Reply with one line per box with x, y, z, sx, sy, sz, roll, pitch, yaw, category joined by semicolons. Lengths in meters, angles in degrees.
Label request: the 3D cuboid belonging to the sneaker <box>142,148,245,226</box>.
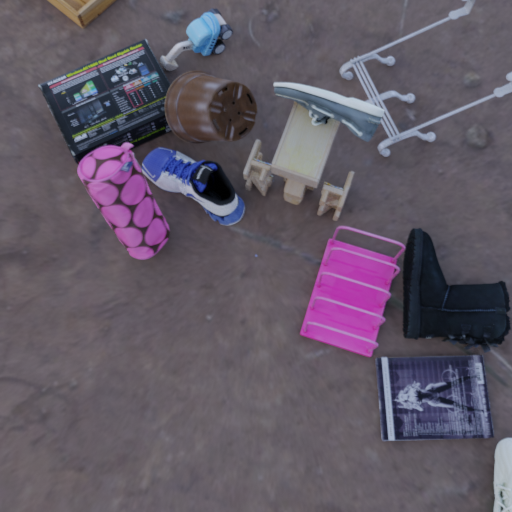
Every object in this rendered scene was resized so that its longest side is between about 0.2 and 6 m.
-1.205;-1.591;11.107;2.264;1.307;0.915;32;76;9;sneaker

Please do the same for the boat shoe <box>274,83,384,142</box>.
1.124;-2.435;9.342;1.946;0.709;0.601;22;113;17;boat shoe

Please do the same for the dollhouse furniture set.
0.924;-1.862;10.702;2.009;2.187;1.423;20;82;6;dollhouse furniture set

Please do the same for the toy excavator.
-1.370;-4.699;12.284;1.343;1.306;0.671;-22;74;-35;toy excavator

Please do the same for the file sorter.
1.825;0.642;10.478;1.413;1.275;2.034;17;75;5;file sorter

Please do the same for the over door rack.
3.579;-3.666;11.736;3.022;1.007;2.233;-26;74;14;over door rack

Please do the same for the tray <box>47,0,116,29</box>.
-4.542;-6.590;12.986;2.770;0.513;1.366;40;77;10;tray

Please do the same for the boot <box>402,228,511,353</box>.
3.810;0.651;10.701;1.884;0.851;2.299;3;81;3;boot

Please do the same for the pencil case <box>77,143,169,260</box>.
-2.330;-0.971;10.362;1.020;2.247;1.053;25;61;28;pencil case

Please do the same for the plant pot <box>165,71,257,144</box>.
-0.811;-2.876;11.012;1.465;1.465;1.450;-50;37;-13;plant pot

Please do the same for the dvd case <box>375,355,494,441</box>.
3.309;2.644;10.476;2.034;0.162;1.513;-1;74;0;dvd case

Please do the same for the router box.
-3.001;-3.195;11.842;2.509;0.780;1.880;-26;76;-8;router box

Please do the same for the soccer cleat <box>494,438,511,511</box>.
4.395;4.708;9.457;1.187;1.060;3.060;-7;77;1;soccer cleat
